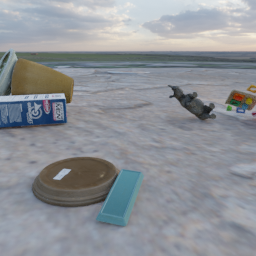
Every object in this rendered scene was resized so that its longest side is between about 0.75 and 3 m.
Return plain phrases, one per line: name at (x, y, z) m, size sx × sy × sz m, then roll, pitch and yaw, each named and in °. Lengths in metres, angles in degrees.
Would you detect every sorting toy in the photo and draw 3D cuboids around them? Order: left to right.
sorting toy at (3.844, -0.887, 9.432) m, size 0.973 × 0.235 × 1.727 m, roll 15°, pitch -24°, yaw 9°

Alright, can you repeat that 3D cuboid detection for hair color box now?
hair color box at (-3.420, -0.578, 9.047) m, size 2.786 × 0.843 × 1.393 m, roll -5°, pitch 15°, yaw -13°

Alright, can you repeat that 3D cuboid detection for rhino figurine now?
rhino figurine at (2.069, -0.881, 9.367) m, size 1.857 × 0.555 × 0.812 m, roll 33°, pitch -10°, yaw -6°

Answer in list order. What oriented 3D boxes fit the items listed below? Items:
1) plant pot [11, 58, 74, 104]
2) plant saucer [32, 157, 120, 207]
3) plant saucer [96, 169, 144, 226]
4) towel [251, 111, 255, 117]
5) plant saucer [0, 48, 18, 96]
plant pot at (-3.097, -1.515, 10.547) m, size 1.999 × 1.863 × 1.863 m, roll 8°, pitch 15°, yaw -8°
plant saucer at (-0.905, 0.901, 5.153) m, size 1.662 × 0.245 × 1.662 m, roll 0°, pitch 18°, yaw 0°
plant saucer at (-0.085, 1.042, 4.491) m, size 0.457 × 0.124 × 1.308 m, roll 7°, pitch 25°, yaw 12°
towel at (4.547, -0.522, 8.993) m, size 1.067 × 0.166 × 1.475 m, roll -10°, pitch -2°, yaw 23°
plant saucer at (-4.802, -1.663, 10.611) m, size 0.695 × 2.767 × 2.767 m, roll 30°, pitch -1°, yaw -33°
